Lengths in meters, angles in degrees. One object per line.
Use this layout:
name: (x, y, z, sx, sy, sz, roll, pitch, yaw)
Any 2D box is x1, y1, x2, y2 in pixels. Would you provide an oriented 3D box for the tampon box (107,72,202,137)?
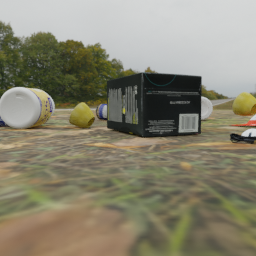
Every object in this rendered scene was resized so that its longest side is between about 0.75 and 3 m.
tampon box: (0.733, -0.764, 9.283, 2.126, 1.791, 2.837, -2, 5, -23)

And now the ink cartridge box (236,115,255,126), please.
ink cartridge box: (6.055, -0.435, 11.609, 2.813, 0.803, 2.286, 2, 0, -17)

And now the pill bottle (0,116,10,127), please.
pill bottle: (-5.205, -0.340, 11.652, 1.011, 0.565, 0.565, 1, 5, 2)

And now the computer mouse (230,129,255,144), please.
computer mouse: (3.099, 0.186, 7.088, 0.724, 0.289, 1.320, 2, 5, 33)

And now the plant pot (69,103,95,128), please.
plant pot: (-1.742, -0.403, 11.099, 0.705, 0.993, 0.993, 34, 15, 15)

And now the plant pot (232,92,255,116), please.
plant pot: (4.808, -0.875, 11.209, 0.985, 0.985, 0.699, -3, 24, -29)

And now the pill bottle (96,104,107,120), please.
pill bottle: (-0.918, -0.904, 16.086, 1.680, 0.940, 0.940, 3, 6, 27)

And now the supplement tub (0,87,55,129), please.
supplement tub: (-3.943, -0.812, 11.252, 1.571, 1.571, 2.161, 0, 6, 4)

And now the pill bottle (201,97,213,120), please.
pill bottle: (4.129, -1.193, 17.057, 1.348, 1.348, 2.461, 0, 5, -2)
